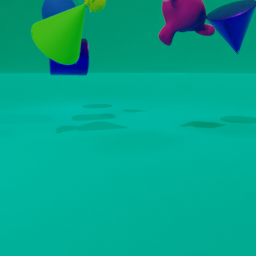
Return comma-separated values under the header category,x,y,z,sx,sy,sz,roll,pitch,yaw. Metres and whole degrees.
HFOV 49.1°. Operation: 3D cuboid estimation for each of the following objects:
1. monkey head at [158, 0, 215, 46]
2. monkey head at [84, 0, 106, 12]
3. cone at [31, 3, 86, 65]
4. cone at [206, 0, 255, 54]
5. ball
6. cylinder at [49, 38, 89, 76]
category,x,y,z,sx,sy,sz,roll,pitch,yaw
monkey head,1.328,-2.681,6.922,1.702,1.225,1.026,33,-14,-31
monkey head,-1.076,-4.288,9.246,1.088,0.783,0.656,-15,-13,42
cone,-1.408,-2.507,6.794,1.364,1.359,1.359,-37,-12,36
cone,3.041,-2.718,8.011,1.334,1.339,1.334,-18,32,11
ball,-2.612,-4.395,10.729,1.351,1.351,1.351,0,12,0
cylinder,-1.901,-2.260,8.891,1.173,1.173,1.173,-3,12,-17
